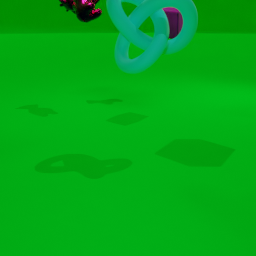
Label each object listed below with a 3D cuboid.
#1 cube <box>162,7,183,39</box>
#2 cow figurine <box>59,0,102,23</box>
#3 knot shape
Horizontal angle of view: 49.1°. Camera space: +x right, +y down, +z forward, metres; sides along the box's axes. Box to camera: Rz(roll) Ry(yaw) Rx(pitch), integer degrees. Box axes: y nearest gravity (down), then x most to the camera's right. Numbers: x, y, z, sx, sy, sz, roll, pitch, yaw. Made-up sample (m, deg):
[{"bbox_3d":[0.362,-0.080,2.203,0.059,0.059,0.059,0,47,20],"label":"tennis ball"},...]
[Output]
[{"bbox_3d":[1.366,-3.256,8.525,0.808,0.808,0.808,22,46,32],"label":"cube"},{"bbox_3d":[-1.620,-4.051,9.345,1.478,1.502,0.824,-20,-25,28],"label":"cow figurine"},{"bbox_3d":[0.302,-2.126,5.611,1.858,1.738,0.858,-36,-5,3],"label":"knot shape"}]
